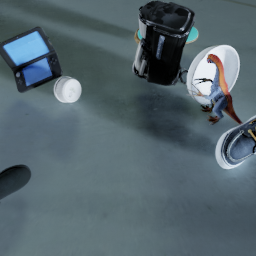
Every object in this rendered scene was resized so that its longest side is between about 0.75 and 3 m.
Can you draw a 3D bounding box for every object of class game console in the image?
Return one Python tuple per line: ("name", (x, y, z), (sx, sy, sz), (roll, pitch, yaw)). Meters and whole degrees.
("game console", (-3.342, -2.277, 9.546), (1.738, 1.012, 1.529), (-22, 73, 6))

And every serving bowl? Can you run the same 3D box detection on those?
("serving bowl", (2.598, -1.721, 8.919), (1.933, 1.933, 0.636), (-21, 36, -20))

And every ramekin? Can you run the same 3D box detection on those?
("ramekin", (-1.957, -1.256, 9.285), (0.459, 0.875, 0.875), (16, 45, 39))

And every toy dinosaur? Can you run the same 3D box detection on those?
("toy dinosaur", (2.708, -1.184, 8.330), (2.222, 2.016, 1.167), (6, 44, -5))

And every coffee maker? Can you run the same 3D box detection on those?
("coffee maker", (1.417, -2.764, 9.449), (2.374, 2.471, 1.665), (3, 61, -4))

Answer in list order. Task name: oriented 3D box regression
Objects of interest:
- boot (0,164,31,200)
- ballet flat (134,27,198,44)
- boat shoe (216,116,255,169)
("boot", (-3.013, 1.500, 6.335), (1.700, 0.629, 1.393), (-25, 13, -15))
("ballet flat", (1.581, -3.897, 12.010), (2.735, 0.989, 0.927), (-9, 89, -9))
("boat shoe", (3.495, 0.193, 7.539), (2.568, 1.166, 0.908), (-32, 94, -29))
